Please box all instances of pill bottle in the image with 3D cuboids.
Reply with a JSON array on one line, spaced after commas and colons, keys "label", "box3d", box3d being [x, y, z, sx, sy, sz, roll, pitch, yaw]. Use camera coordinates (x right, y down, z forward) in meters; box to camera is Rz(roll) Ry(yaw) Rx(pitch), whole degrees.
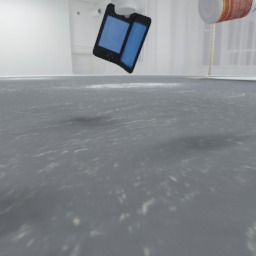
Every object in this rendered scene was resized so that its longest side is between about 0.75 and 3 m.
[{"label": "pill bottle", "box3d": [-0.057, -2.001, 3.868, 0.430, 0.765, 0.430, -5, 3, 0]}, {"label": "pill bottle", "box3d": [3.319, -4.023, 8.956, 1.945, 1.091, 1.091, -17, 18, -19]}]

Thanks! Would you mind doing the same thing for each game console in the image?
[{"label": "game console", "box3d": [-0.301, -3.425, 10.645, 1.828, 2.142, 1.267, 20, 19, -4]}]
